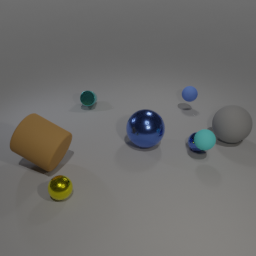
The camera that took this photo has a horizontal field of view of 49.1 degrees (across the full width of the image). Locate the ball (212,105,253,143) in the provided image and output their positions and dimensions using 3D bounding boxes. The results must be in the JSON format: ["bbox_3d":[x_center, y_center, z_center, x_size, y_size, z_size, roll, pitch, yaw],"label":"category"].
[{"bbox_3d":[3.837,-0.149,10.342,1.400,1.400,1.400,0,30,0],"label":"ball"}]

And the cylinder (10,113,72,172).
[{"bbox_3d":[-2.733,0.453,8.923,1.400,1.400,1.400,29,35,4],"label":"cylinder"}]

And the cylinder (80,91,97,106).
[{"bbox_3d":[-1.815,-1.375,12.970,0.700,0.700,0.700,1,6,1],"label":"cylinder"}]

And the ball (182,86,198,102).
[{"bbox_3d":[2.761,-1.523,12.532,0.700,0.700,0.700,0,30,0],"label":"ball"}]

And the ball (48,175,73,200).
[{"bbox_3d":[-1.927,1.695,7.975,0.700,0.700,0.700,0,30,0],"label":"ball"}]

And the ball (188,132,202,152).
[{"bbox_3d":[2.499,0.493,10.035,0.700,0.700,0.700,0,30,0],"label":"ball"}]

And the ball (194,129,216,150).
[{"bbox_3d":[2.543,0.392,9.276,0.700,0.700,0.700,0,30,0],"label":"ball"}]

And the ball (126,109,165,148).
[{"bbox_3d":[0.634,0.020,10.136,1.400,1.400,1.400,0,30,0],"label":"ball"}]
